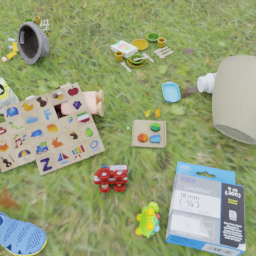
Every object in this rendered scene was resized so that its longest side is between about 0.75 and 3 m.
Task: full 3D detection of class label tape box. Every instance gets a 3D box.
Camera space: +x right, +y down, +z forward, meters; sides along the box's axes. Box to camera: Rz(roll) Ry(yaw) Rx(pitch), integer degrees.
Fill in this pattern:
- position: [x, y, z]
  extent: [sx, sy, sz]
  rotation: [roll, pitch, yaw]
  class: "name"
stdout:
- position: [1.941, 1.776, 6.965]
  extent: [1.661, 0.729, 2.303]
  rotation: [10, 54, 8]
  class: "label tape box"

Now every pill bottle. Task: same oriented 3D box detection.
- position: [3.033, -1.549, 9.538]
  extent: [1.215, 0.682, 0.682]
  rotation: [-8, 53, -6]
  class: "pill bottle"

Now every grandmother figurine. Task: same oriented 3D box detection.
- position: [-2.066, -0.693, 8.884]
  extent: [2.546, 0.771, 1.544]
  rotation: [-1, 55, 3]
  class: "grandmother figurine"

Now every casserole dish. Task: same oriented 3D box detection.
- position: [1.467, -1.190, 9.578]
  extent: [0.567, 0.182, 0.936]
  rotation: [-3, 53, -2]
  class: "casserole dish"

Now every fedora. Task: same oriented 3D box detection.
- position: [-3.501, -3.200, 10.623]
  extent: [0.721, 1.413, 1.597]
  rotation: [-15, 67, -53]
  class: "fedora"

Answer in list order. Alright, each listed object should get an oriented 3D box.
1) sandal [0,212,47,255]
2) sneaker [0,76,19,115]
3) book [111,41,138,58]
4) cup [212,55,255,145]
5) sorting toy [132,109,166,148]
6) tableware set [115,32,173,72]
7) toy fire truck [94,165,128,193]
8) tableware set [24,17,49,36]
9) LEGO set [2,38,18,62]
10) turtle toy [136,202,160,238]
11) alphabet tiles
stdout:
- position: [-2.787, 2.377, 6.468]
  extent: [1.879, 0.818, 0.747]
  rotation: [14, 52, 8]
  class: "sandal"
- position: [-4.683, -1.613, 9.324]
  extent: [2.873, 1.098, 1.083]
  rotation: [34, 61, 23]
  class: "sneaker"
- position: [-0.148, -3.111, 11.001]
  extent: [0.622, 0.224, 0.930]
  rotation: [-37, 53, -25]
  class: "book"
- position: [3.436, -0.597, 7.972]
  extent: [2.514, 2.514, 1.798]
  rotation: [26, 84, 18]
  class: "cup"
- position: [0.646, -0.034, 8.583]
  extent: [1.031, 0.185, 1.384]
  rotation: [1, 56, 4]
  class: "sorting toy"
- position: [0.540, -3.075, 10.915]
  extent: [2.259, 0.347, 1.522]
  rotation: [-28, 57, -19]
  class: "tableware set"
- position: [-0.449, 1.285, 7.550]
  extent: [0.934, 0.524, 0.784]
  rotation: [-2, 29, -2]
  class: "toy fire truck"
- position: [-3.924, -4.196, 11.827]
  extent: [1.127, 0.257, 1.672]
  rotation: [-7, 53, -5]
  class: "tableware set"
- position: [-4.488, -2.920, 10.793]
  extent: [0.465, 0.376, 1.012]
  rotation: [15, 80, -19]
  class: "LEGO set"
- position: [0.536, 2.202, 6.767]
  extent: [0.447, 0.644, 0.884]
  rotation: [22, 51, -19]
  class: "turtle toy"
- position: [-2.433, 0.115, 8.194]
  extent: [2.876, 0.109, 2.404]
  rotation: [-21, 72, -10]
  class: "alphabet tiles"
